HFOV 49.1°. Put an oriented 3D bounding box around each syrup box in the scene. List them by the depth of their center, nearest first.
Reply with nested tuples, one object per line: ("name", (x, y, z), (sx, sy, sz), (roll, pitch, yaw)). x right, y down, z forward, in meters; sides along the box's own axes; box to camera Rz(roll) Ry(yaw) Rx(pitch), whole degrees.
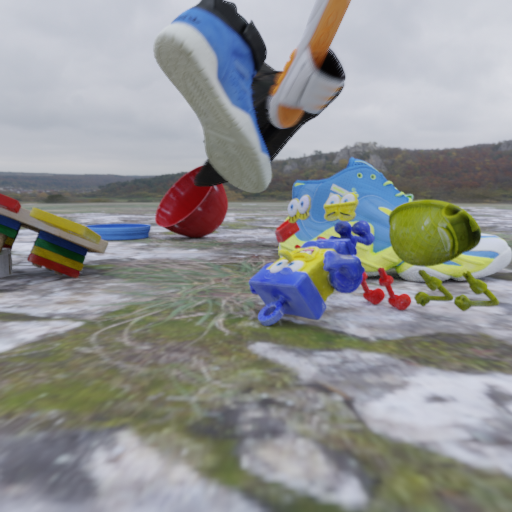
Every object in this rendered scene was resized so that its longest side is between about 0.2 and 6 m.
("syrup box", (-4.025, 0.149, 8.053), (0.431, 0.446, 1.095), (1, 8, 10))

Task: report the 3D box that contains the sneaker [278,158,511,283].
("sneaker", (2.030, -0.573, 8.337), (3.425, 1.799, 1.297), (0, 7, 6))

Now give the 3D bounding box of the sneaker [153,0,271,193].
("sneaker", (-0.290, -2.651, 9.212), (1.195, 3.115, 1.733), (3, 48, 41))

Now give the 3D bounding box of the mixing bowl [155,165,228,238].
("mixing bowl", (-1.525, -1.267, 14.892), (1.146, 2.116, 2.116), (43, -20, -33))

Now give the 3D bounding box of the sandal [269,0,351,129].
("sandal", (0.914, -2.652, 7.689), (0.687, 2.399, 0.919), (40, 42, 16))

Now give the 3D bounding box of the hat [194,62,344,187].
("hat", (-0.132, -3.212, 12.315), (4.196, 1.693, 4.196), (-38, -6, -4))

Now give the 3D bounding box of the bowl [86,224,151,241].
("bowl", (-3.684, -0.640, 14.923), (1.730, 0.340, 1.730), (0, 7, 0))

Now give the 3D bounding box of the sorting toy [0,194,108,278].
("sorting toy", (-3.385, -0.259, 8.333), (2.021, 0.709, 4.192), (23, -8, -21))

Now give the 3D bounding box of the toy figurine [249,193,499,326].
("toy figurine", (0.789, 0.345, 5.699), (1.599, 1.408, 2.669), (-37, 23, -28))
